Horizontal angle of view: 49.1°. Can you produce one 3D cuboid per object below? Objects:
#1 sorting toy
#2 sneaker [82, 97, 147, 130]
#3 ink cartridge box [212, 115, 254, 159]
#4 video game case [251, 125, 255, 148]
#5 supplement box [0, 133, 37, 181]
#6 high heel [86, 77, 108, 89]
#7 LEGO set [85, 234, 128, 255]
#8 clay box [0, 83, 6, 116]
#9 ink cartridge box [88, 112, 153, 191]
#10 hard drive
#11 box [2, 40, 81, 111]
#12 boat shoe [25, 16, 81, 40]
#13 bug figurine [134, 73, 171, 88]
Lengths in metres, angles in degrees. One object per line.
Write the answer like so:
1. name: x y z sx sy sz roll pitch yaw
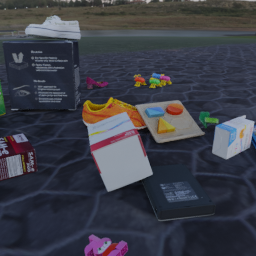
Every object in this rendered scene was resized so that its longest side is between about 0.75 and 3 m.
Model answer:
1. sorting toy: 1.633 -0.367 8.817 2.416 0.356 1.786 -9 45 -23
2. sneaker: -0.237 -0.468 8.974 2.520 0.972 0.920 2 21 1
3. ink cartridge box: 2.899 0.211 7.490 1.388 0.799 0.471 -17 29 -35
4. video game case: 4.420 0.566 7.379 1.955 0.243 2.731 3 23 10
5. supplement box: -3.265 0.766 6.373 2.061 0.628 1.122 -12 25 -31
6. high heel: -1.512 -2.334 13.989 1.233 0.593 0.416 -18 29 -38
7. LEGO set: -0.751 2.030 3.365 0.682 0.634 1.662 13 32 36
8. clay box: -5.668 -1.277 10.366 2.403 1.381 0.572 10 24 25
9. ink cartridge box: -0.226 0.460 6.254 1.039 1.044 1.437 -22 25 -3
10. hard drive: 0.927 1.230 5.723 1.089 0.257 1.561 -4 23 -9
11. box: -3.138 -2.042 10.685 2.460 2.502 1.469 0 19 0
12. boat shoe: -2.688 -3.626 10.083 0.872 0.792 2.372 7 15 30
13. bug figurine: 1.338 -2.527 14.574 1.993 0.513 1.545 -20 30 -40
